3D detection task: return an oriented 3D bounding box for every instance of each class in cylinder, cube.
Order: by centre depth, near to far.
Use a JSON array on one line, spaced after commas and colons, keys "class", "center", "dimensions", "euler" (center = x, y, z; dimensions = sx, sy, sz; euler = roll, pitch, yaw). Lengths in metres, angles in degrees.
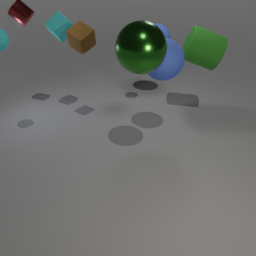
[{"class": "cube", "center": [-1.607, -3.121, 9.689], "dimensions": [0.700, 0.700, 0.700], "euler": [37, 68, 17]}, {"class": "cylinder", "center": [-3.989, -4.300, 10.462], "dimensions": [0.700, 0.700, 0.700], "euler": [37, 21, -22]}, {"class": "cube", "center": [-2.563, -3.808, 10.560], "dimensions": [0.700, 0.700, 0.700], "euler": [42, -3, -1]}, {"class": "cylinder", "center": [3.077, -3.261, 11.448], "dimensions": [1.400, 1.400, 1.400], "euler": [20, 30, -5]}]

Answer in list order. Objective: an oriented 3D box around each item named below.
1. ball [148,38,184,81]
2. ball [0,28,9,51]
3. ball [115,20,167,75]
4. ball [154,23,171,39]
[{"class": "ball", "center": [1.190, -2.302, 9.437], "dimensions": [1.400, 1.400, 1.400], "euler": [0, 30, 0]}, {"class": "ball", "center": [-3.930, -2.645, 8.368], "dimensions": [0.700, 0.700, 0.700], "euler": [0, 30, 0]}, {"class": "ball", "center": [0.350, -2.154, 7.551], "dimensions": [1.400, 1.400, 1.400], "euler": [0, 30, 0]}, {"class": "ball", "center": [1.306, -4.189, 13.192], "dimensions": [1.400, 1.400, 1.400], "euler": [0, 30, 0]}]
